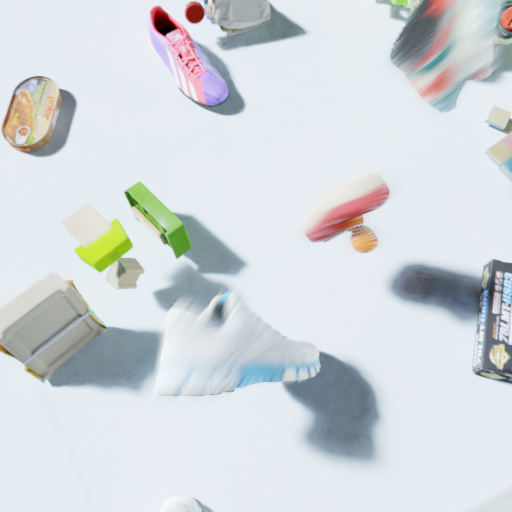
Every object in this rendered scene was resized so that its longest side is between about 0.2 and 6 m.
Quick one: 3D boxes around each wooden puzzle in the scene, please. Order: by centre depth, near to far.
[{"bbox_3d":[5.167,-1.595,9.569,1.770,0.210,2.984,-35,72,-13],"label":"wooden puzzle"}]

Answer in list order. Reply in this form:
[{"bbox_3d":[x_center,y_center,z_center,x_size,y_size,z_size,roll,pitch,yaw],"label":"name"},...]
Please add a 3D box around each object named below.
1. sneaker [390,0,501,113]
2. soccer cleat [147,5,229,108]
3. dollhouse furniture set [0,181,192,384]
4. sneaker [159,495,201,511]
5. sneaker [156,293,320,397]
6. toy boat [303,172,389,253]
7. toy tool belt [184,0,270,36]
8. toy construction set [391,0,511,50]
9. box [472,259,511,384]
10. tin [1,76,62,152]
[{"bbox_3d":[2.902,-3.180,7.850,1.251,0.942,2.675,45,68,-31],"label":"sneaker"},{"bbox_3d":[-1.272,-3.555,10.049,0.747,0.802,2.191,-34,72,-13],"label":"soccer cleat"},{"bbox_3d":[-2.529,0.240,8.239,3.083,1.541,1.190,-40,60,-17],"label":"dollhouse furniture set"},{"bbox_3d":[-1.152,3.982,6.949,0.761,0.825,1.870,4,68,2],"label":"sneaker"},{"bbox_3d":[-0.090,1.065,7.190,1.022,2.727,1.182,-9,80,39],"label":"sneaker"},{"bbox_3d":[1.272,-0.449,7.345,0.909,1.394,0.911,-29,79,-24],"label":"toy boat"},{"bbox_3d":[-0.594,-4.735,10.573,1.630,1.018,1.002,-10,37,-7],"label":"toy tool belt"},{"bbox_3d":[3.840,-5.100,10.135,3.953,1.821,2.592,0,92,8],"label":"toy construction set"},{"bbox_3d":[4.236,1.080,8.352,1.771,0.443,1.784,12,68,5],"label":"box"},{"bbox_3d":[-3.946,-2.509,9.910,0.836,0.313,1.494,5,68,7],"label":"tin"}]
